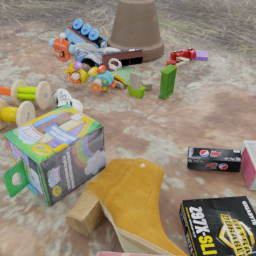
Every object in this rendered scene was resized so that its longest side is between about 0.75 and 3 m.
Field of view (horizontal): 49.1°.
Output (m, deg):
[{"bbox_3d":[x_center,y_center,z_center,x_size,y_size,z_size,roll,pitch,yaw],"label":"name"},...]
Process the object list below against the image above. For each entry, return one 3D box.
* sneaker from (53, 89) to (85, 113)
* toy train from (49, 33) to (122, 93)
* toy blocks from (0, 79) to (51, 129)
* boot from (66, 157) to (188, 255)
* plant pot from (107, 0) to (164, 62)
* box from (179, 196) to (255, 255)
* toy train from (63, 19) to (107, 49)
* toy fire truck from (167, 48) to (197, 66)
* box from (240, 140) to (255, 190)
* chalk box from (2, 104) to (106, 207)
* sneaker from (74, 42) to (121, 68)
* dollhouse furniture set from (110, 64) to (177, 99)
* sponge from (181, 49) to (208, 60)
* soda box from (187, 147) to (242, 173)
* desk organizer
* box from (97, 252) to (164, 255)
[{"bbox_3d":[-2.162,-0.817,9.352,0.696,0.601,1.589,-31,46,-33],"label":"sneaker"},{"bbox_3d":[-1.596,-2.095,9.835,2.585,1.942,0.719,21,58,3],"label":"toy train"},{"bbox_3d":[-4.157,-0.837,9.071,2.654,0.964,2.212,6,39,9],"label":"toy blocks"},{"bbox_3d":[0.388,1.597,5.807,2.959,1.041,2.118,16,43,28],"label":"boot"},{"bbox_3d":[0.401,-4.689,12.899,2.792,2.435,2.792,1,36,-1],"label":"plant pot"},{"bbox_3d":[1.953,2.239,5.485,1.506,0.465,1.886,-4,38,-3],"label":"box"},{"bbox_3d":[-2.015,-4.095,13.087,2.326,1.008,1.329,40,96,28],"label":"toy train"},{"bbox_3d":[2.341,-3.017,12.245,1.532,0.373,1.080,-12,40,-4],"label":"toy fire truck"},{"bbox_3d":[3.309,0.934,7.006,0.749,0.638,1.172,5,37,1],"label":"box"},{"bbox_3d":[-1.870,0.696,6.668,1.451,1.458,2.344,30,45,34],"label":"chalk box"},{"bbox_3d":[-1.172,-2.844,11.883,2.349,0.905,1.000,4,69,-19],"label":"sneaker"},{"bbox_3d":[0.363,-2.059,10.559,2.842,1.097,1.420,26,44,30],"label":"dollhouse furniture set"},{"bbox_3d":[3.092,-3.414,13.074,1.254,0.187,0.699,6,38,8],"label":"sponge"},{"bbox_3d":[2.177,0.806,7.135,1.296,0.459,0.411,3,44,15],"label":"soda box"},{"bbox_3d":[-0.213,-2.739,11.207,1.682,0.648,0.603,-10,22,-5],"label":"desk organizer"},{"bbox_3d":[0.863,2.772,3.093,2.786,1.482,2.121,-7,41,22],"label":"box"}]
